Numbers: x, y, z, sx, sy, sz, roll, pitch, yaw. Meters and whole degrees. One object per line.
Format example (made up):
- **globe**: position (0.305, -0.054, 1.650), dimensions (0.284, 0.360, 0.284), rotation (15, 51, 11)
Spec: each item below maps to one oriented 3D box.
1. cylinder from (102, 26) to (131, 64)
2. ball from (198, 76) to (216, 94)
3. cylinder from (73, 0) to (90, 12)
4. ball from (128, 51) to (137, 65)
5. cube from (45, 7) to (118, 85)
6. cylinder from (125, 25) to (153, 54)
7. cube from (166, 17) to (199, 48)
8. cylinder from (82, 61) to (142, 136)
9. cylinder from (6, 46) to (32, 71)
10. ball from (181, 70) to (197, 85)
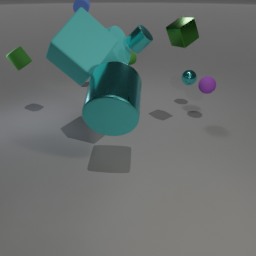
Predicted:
- **cylinder**: position (-0.833, -2.801, 10.205), dimensions (1.400, 1.400, 1.400), rotation (-11, 21, 28)
- **ball**: position (3.199, -1.733, 11.306), dimensions (0.700, 0.700, 0.700), rotation (0, 28, 0)
- **cylinder**: position (-2.082, -5.494, 12.613), dimensions (0.700, 0.700, 0.700), rotation (-1, 36, -2)
- **ball**: position (0.110, -3.679, 14.756), dimensions (0.700, 0.700, 0.700), rotation (0, 28, 0)
- **cube**: position (-1.403, -2.349, 8.336), dimensions (1.400, 1.400, 1.400), rotation (-56, 16, -17)
- **cylinder**: position (0.389, -3.077, 9.730), dimensions (0.700, 0.700, 0.700), rotation (33, 36, -28)
- **cube**: position (1.810, -3.171, 9.291), dimensions (0.700, 0.700, 0.700), rotation (-38, 37, -15)
- **cylinder**: position (-0.375, -0.748, 7.213), dimensions (1.400, 1.400, 1.400), rotation (2, 48, 4)
- **cylinder**: position (-4.320, -2.763, 11.140), dimensions (0.700, 0.700, 0.700), rotation (-32, 20, 13)
- **ball**: position (2.810, -2.317, 12.888), dimensions (0.700, 0.700, 0.700), rotation (0, 28, 0)
